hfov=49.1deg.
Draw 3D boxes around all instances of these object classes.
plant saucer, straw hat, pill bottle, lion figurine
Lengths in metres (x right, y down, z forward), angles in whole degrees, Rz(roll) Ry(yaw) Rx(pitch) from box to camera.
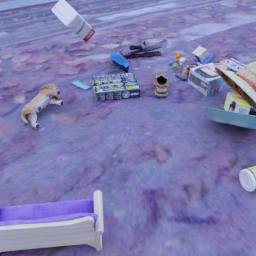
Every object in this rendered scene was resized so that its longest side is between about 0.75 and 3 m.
[{"bbox_3d":[3.728,-0.284,9.511,2.365,0.425,2.365,10,5,-1],"label":"plant saucer"},{"bbox_3d":[-2.115,-1.923,12.555,1.004,0.095,0.351,28,46,32],"label":"plant saucer"},{"bbox_3d":[4.525,-1.710,10.166,1.218,2.878,2.878,-44,39,15],"label":"straw hat"},{"bbox_3d":[3.836,1.368,7.950,1.153,0.641,0.641,-11,40,-13],"label":"pill bottle"},{"bbox_3d":[-3.381,-0.907,10.684,1.451,0.859,2.370,15,44,37],"label":"lion figurine"}]

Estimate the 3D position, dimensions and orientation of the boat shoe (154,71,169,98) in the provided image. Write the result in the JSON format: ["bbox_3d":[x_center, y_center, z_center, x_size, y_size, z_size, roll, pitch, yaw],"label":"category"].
[{"bbox_3d":[1.496,-2.047,12.220,0.706,0.689,1.867,1,38,2],"label":"boat shoe"}]

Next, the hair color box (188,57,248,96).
[{"bbox_3d":[4.128,-2.352,12.530,2.586,0.784,1.280,-20,43,-22],"label":"hair color box"}]

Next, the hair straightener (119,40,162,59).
[{"bbox_3d":[0.665,-4.218,14.787,2.376,0.914,0.486,-7,39,-8],"label":"hair straightener"}]

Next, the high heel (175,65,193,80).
[{"bbox_3d":[2.813,-2.588,13.123,1.038,0.371,0.740,-32,40,-12],"label":"high heel"}]

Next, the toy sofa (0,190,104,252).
[{"bbox_3d":[-1.935,2.112,6.473,2.724,1.329,1.128,-4,39,-4],"label":"toy sofa"}]

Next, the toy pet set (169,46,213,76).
[{"bbox_3d":[3.220,-3.173,13.807,1.631,0.928,1.747,-43,42,3],"label":"toy pet set"}]

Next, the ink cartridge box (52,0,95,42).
[{"bbox_3d":[-2.006,-4.003,10.501,0.597,1.441,1.058,-44,72,9],"label":"ink cartridge box"}]

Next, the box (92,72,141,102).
[{"bbox_3d":[-0.543,-1.808,12.133,1.939,0.429,1.553,-7,39,-9],"label":"box"}]

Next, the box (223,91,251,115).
[{"bbox_3d":[3.911,-0.771,10.173,0.469,0.704,1.871,11,20,6],"label":"box"}]

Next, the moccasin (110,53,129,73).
[{"bbox_3d":[-0.474,-3.169,13.776,0.664,0.563,1.651,-20,40,-12],"label":"moccasin"}]
